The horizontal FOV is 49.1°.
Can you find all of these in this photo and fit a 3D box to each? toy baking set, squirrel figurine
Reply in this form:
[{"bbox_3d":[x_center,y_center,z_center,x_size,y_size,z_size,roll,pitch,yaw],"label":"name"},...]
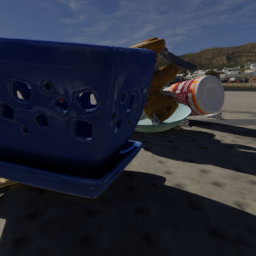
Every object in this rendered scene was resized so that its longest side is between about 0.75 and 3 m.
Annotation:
[{"bbox_3d":[1.385,-0.207,11.003,1.805,0.274,2.352,12,20,27],"label":"toy baking set"},{"bbox_3d":[0.340,-1.359,9.677,2.972,2.773,2.103,-20,19,-1],"label":"squirrel figurine"}]

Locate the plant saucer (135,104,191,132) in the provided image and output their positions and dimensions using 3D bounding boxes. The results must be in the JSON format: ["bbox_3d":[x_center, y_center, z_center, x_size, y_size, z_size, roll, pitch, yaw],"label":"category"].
[{"bbox_3d":[0.861,-0.357,10.118,2.785,0.536,2.785,-3,20,1],"label":"plant saucer"}]

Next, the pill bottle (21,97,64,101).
[{"bbox_3d":[-4.225,-1.281,14.149,1.275,1.275,2.326,4,10,20],"label":"pill bottle"}]

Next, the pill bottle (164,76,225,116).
[{"bbox_3d":[2.589,-1.260,11.994,1.539,1.539,2.696,-6,1,-31],"label":"pill bottle"}]

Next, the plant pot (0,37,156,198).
[{"bbox_3d":[-0.994,-0.311,4.899,2.526,2.271,2.526,7,15,16],"label":"plant pot"}]

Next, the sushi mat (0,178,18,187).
[{"bbox_3d":[-1.610,0.703,5.676,2.549,0.154,1.219,-8,18,-38],"label":"sushi mat"}]

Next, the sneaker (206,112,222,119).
[{"bbox_3d":[4.093,-0.648,13.246,0.346,0.336,0.948,-6,11,-30],"label":"sneaker"}]
